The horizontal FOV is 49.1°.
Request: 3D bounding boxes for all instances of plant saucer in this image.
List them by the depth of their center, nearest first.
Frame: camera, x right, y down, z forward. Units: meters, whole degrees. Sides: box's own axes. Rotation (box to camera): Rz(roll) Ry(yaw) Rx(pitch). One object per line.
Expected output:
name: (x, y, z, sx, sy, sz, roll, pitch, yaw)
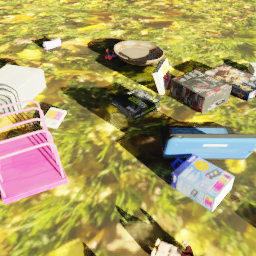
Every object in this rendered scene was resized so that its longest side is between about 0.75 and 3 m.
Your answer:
plant saucer: (0.555, -3.851, 14.461, 2.582, 0.414, 2.582, 3, 39, -3)

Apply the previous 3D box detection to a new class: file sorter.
file sorter: (-2.996, 0.487, 7.978, 1.726, 1.558, 2.484, -17, 41, -20)

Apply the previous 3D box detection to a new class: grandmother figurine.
grandmother figurine: (1.139, 2.786, 6.014, 1.186, 0.359, 0.719, 20, 69, 20)

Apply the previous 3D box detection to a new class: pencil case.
pencil case: (-4.267, -4.722, 15.688, 0.443, 0.451, 1.056, 29, 45, 34)

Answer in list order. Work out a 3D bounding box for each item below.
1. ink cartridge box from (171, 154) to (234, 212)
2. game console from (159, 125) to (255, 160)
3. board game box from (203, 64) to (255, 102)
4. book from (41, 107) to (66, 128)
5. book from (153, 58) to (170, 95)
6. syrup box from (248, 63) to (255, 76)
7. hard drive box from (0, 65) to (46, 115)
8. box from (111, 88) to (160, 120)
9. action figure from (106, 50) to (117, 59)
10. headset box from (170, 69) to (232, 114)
ink cartridge box: (1.901, 1.385, 7.626, 1.550, 0.592, 1.057, 28, 45, 34)
game console: (2.342, 0.139, 8.558, 2.591, 2.211, 1.533, 0, 64, 0)
board game box: (4.645, -2.046, 12.217, 1.594, 0.407, 2.354, -26, 45, -31)
book: (-2.699, -0.366, 10.215, 0.614, 0.221, 0.918, 10, 39, 8)
book: (1.489, -2.222, 11.988, 0.355, 0.987, 1.478, -7, 32, 26)
syrup box: (5.989, -2.774, 13.239, 0.326, 0.338, 0.829, 0, 37, 1)
hard drive box: (-4.696, -1.618, 11.272, 1.785, 0.879, 2.290, 10, 39, 13)
box: (0.294, -0.966, 10.882, 1.369, 0.337, 1.418, -25, 44, -31)
action figure: (-0.734, -3.900, 14.597, 1.043, 0.516, 0.340, -26, 44, -26)
headset box: (2.925, -1.454, 11.149, 1.527, 0.770, 2.054, -25, 44, -29)
